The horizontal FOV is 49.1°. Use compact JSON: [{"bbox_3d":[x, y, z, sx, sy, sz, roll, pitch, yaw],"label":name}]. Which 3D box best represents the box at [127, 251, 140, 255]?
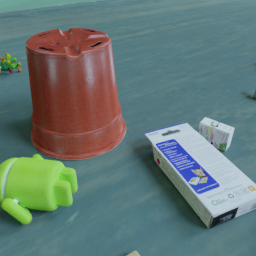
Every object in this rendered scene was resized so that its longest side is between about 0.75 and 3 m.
[{"bbox_3d":[-0.011,2.755,3.762,1.513,0.197,1.851,-19,39,-25],"label":"box"}]

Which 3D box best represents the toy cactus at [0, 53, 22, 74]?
[{"bbox_3d":[-4.788,-2.349,10.865,1.111,0.688,1.346,-39,51,-18],"label":"toy cactus"}]

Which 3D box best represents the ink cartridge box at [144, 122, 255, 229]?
[{"bbox_3d":[1.513,0.850,6.238,1.293,0.507,2.731,-14,39,-20],"label":"ink cartridge box"}]

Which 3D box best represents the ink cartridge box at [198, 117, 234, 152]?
[{"bbox_3d":[2.216,0.155,7.148,0.802,0.581,0.337,25,42,31],"label":"ink cartridge box"}]

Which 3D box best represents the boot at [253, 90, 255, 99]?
[{"bbox_3d":[4.530,-1.138,9.063,0.755,0.686,0.274,20,2,37],"label":"boot"}]

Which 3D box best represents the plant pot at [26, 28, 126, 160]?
[{"bbox_3d":[-1.363,-1.003,7.093,2.617,2.546,2.617,0,35,0],"label":"plant pot"}]

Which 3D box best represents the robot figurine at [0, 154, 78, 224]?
[{"bbox_3d":[-1.866,1.085,5.491,1.668,0.965,1.463,4,35,6],"label":"robot figurine"}]
